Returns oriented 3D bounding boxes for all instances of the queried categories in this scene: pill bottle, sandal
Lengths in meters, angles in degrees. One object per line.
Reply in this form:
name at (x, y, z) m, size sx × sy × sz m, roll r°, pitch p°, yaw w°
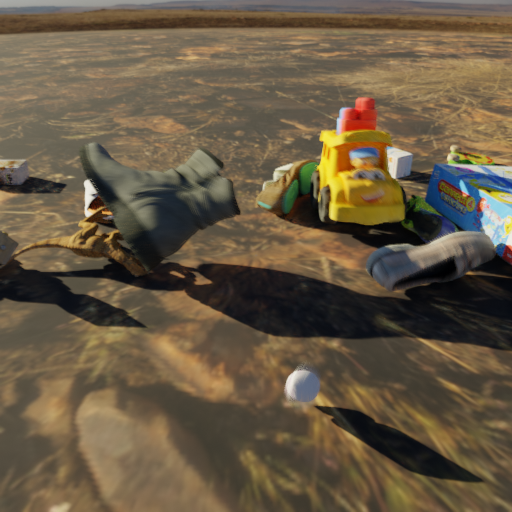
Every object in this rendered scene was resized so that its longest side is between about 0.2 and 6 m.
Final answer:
pill bottle at (0.521, 1.481, 6.385) m, size 0.335 × 0.335 × 0.596 m, roll -1°, pitch -11°, yaw -2°
sandal at (-3.242, -1.479, 12.022) m, size 0.982 × 0.734 × 2.563 m, roll -9°, pitch 29°, yaw -16°

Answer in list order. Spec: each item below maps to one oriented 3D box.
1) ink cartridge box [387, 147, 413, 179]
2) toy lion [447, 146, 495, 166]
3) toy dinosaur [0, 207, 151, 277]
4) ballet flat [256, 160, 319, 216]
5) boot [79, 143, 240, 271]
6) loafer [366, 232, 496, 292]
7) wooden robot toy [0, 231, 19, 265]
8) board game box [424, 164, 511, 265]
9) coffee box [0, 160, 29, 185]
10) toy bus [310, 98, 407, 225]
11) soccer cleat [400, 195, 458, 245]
ink cartridge box at (3.366, -2.293, 13.784) m, size 0.543 × 0.553 × 0.751 m, roll -18°, pitch 32°, yaw -30°
toy lion at (5.470, -2.409, 14.280) m, size 1.140 × 0.408 × 1.189 m, roll 18°, pitch 32°, yaw 16°
toy dinosaur at (-2.983, -0.237, 9.625) m, size 2.580 × 0.779 × 1.371 m, roll 6°, pitch 30°, yaw 13°
ballet flat at (0.662, -1.554, 12.220) m, size 0.855 × 0.802 × 2.365 m, roll 11°, pitch 35°, yaw 23°
boot at (-1.632, -1.240, 9.592) m, size 1.997 × 1.035 × 3.057 m, roll -33°, pitch 57°, yaw -8°
loafer at (2.869, 0.174, 8.874) m, size 2.219 × 0.798 × 0.697 m, roll -9°, pitch 40°, yaw -13°
wooden robot toy at (-5.117, -0.005, 9.376) m, size 2.559 × 1.127 × 1.161 m, roll 14°, pitch 66°, yaw 24°
board game box at (5.188, -0.807, 10.260) m, size 2.982 × 0.833 × 2.920 m, roll -1°, pitch 26°, yaw -16°
coffee box at (-6.074, -1.994, 13.339) m, size 1.086 × 0.433 × 0.621 m, roll -1°, pitch 28°, yaw -2°
toy bus at (2.018, -1.877, 10.953) m, size 1.641 × 2.321 × 2.417 m, roll 1°, pitch 19°, yaw -3°
soccer cleat at (3.302, -0.607, 10.713) m, size 0.818 × 0.632 × 1.954 m, roll 29°, pitch 18°, yaw -14°
